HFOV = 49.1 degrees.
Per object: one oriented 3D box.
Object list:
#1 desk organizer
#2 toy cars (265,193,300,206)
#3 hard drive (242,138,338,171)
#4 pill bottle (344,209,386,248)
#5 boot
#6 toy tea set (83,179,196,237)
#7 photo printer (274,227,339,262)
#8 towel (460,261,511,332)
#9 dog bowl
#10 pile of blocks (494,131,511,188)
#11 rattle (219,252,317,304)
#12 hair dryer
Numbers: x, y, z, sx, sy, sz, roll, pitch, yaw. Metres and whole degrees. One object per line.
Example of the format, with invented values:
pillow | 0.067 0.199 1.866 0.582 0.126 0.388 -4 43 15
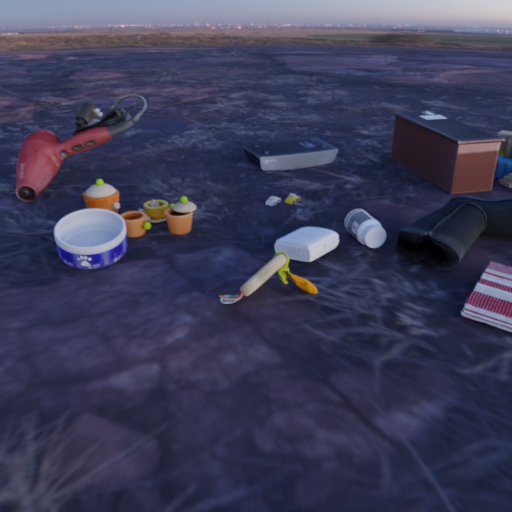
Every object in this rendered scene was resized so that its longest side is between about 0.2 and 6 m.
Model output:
desk organizer | 4.759 -2.771 14.511 1.210 1.299 3.375 -6 26 -12
toy cars | 0.611 -1.306 12.782 0.861 0.191 0.386 -6 26 -13
hard drive | 0.939 -2.859 15.633 2.322 0.491 1.566 -10 27 -19
pill bottle | 2.101 -0.521 10.771 0.528 0.528 0.907 -6 26 -13
boot | 4.005 -0.443 10.223 2.059 0.820 2.498 8 21 39
toy tea set | -2.469 -1.018 11.343 2.486 0.920 1.478 -3 26 -6
photo printer | 0.966 -0.243 10.332 0.847 0.354 1.018 11 27 40
towel | 4.055 0.693 8.673 1.313 0.207 1.823 18 33 29
dog bowl | -2.980 -0.323 10.139 1.242 0.489 1.242 3 38 -2
pile of blocks | 6.769 -2.494 14.092 1.565 1.185 3.813 -8 27 -16
rattle | 0.164 0.608 8.838 1.307 0.934 0.851 -42 13 -33
hair dryer | -4.592 -2.773 13.559 2.819 1.005 3.701 7 55 45
